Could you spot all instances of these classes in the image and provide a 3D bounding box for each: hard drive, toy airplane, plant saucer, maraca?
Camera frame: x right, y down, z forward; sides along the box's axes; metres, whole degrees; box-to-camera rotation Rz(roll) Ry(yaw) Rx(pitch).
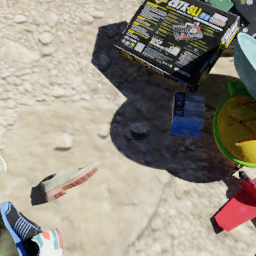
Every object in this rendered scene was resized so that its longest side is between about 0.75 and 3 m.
[{"bbox_3d":[3.218,-3.715,7.988,1.656,0.448,2.370,-38,71,10],"label":"hard drive"},{"bbox_3d":[3.361,1.909,6.536,2.529,0.465,2.529,0,65,-1],"label":"toy airplane"},{"bbox_3d":[3.518,-1.072,6.831,2.919,0.525,2.919,25,41,-25],"label":"plant saucer"},{"bbox_3d":[3.017,-0.198,7.021,1.740,1.357,2.537,25,63,-3],"label":"maraca"}]

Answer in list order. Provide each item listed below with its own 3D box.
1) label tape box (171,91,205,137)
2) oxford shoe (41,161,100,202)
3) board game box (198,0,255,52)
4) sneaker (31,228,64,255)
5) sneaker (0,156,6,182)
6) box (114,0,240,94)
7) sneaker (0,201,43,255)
[{"bbox_3d":[1.635,-0.386,7.623,0.845,0.390,1.180,7,63,4],"label":"label tape box"},{"bbox_3d":[-1.416,1.169,6.845,1.522,0.539,0.562,-29,66,-13],"label":"oxford shoe"},{"bbox_3d":[3.329,-3.504,8.849,2.685,0.761,2.219,0,65,0],"label":"board game box"},{"bbox_3d":[-1.687,2.900,5.857,0.682,0.513,1.458,-4,80,-26],"label":"sneaker"},{"bbox_3d":[-3.626,0.585,6.958,0.692,0.797,1.799,-26,68,-11],"label":"sneaker"},{"bbox_3d":[1.294,-2.556,7.895,2.751,0.679,2.196,33,88,23],"label":"box"},{"bbox_3d":[-2.336,2.268,6.370,0.601,0.541,1.543,-29,75,-16],"label":"sneaker"}]
